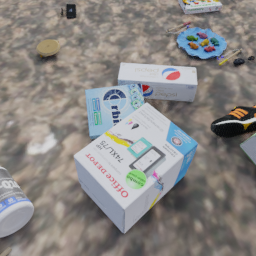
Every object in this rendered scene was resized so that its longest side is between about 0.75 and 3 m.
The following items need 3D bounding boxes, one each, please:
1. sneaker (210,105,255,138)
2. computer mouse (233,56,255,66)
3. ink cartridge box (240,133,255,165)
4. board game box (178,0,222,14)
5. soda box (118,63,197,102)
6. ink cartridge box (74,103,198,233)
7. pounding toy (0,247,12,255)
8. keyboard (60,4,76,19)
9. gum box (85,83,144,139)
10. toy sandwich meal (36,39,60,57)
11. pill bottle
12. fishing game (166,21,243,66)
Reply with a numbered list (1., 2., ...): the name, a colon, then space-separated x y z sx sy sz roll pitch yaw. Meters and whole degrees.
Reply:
1. sneaker: 3.170 -0.263 8.263 1.824 0.638 0.821 -8 46 -11
2. computer mouse: 4.230 -2.446 10.202 0.992 0.169 0.291 -16 43 -19
3. ink cartridge box: 4.288 0.418 7.352 2.054 0.863 1.487 -29 72 -21
4. board game box: 3.190 -5.531 12.443 1.647 0.285 1.040 -10 54 -7
5. soda box: 0.936 -1.484 9.040 2.466 0.785 0.840 5 53 3
6. ink cartridge box: 0.164 0.922 6.620 2.249 1.643 1.650 -37 64 -25
7. pounding toy: -3.495 2.668 6.071 1.473 0.684 1.137 43 47 -5
8. keyboard: -2.616 -5.110 12.243 0.694 0.112 1.092 -2 51 -9
9. gum box: -0.344 -0.501 8.188 1.674 0.373 1.423 -7 76 -3
10. toy sandwich meal: -2.957 -2.958 10.483 0.970 0.332 0.970 0 56 0
11. pill bottle: -3.099 1.552 6.579 1.009 1.009 1.773 -37 62 -24
12. fishing game: 2.830 -3.376 10.737 1.977 0.429 2.761 -30 58 -24
